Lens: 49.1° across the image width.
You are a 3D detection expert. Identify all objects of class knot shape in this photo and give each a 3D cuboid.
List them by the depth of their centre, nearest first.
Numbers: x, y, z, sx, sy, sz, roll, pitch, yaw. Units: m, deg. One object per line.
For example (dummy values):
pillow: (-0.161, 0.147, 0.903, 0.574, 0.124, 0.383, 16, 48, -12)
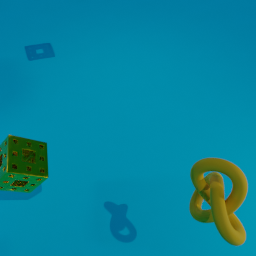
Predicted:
knot shape: (1.089, 0.806, 3.437, 0.487, 0.987, 1.055, -11, 25, -12)

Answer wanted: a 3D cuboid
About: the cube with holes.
cube with holes: (-2.260, 0.777, 5.863, 0.836, 0.836, 0.836, 18, 47, -39)
